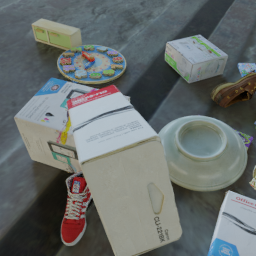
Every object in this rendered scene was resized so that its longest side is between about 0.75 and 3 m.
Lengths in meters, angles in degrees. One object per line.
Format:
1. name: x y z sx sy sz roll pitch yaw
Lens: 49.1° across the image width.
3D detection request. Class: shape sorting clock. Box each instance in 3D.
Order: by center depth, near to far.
1. shape sorting clock: -1.513 -2.791 11.831 2.892 0.567 2.892 0 46 0

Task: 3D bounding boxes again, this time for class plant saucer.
1. plant saucer: 2.141 0.495 8.317 2.756 0.692 2.756 -3 49 4

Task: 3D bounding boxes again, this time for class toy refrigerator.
1. toy refrigerator: -3.356 -4.357 13.165 2.281 0.866 0.798 22 50 19

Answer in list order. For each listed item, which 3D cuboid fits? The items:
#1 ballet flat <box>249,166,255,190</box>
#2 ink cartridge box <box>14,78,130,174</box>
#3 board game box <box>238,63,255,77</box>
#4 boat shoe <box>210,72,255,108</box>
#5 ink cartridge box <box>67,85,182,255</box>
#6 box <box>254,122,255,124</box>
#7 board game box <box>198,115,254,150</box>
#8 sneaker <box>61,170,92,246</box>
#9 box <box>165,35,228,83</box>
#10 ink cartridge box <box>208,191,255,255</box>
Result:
1. ballet flat: 3.014 0.817 6.161 0.389 0.460 1.216 20 85 57
2. ink cartridge box: -1.409 0.055 8.088 2.567 1.874 1.883 15 49 14
3. board game box: 5.053 -2.392 11.717 0.706 0.171 0.933 2 45 2
4. boat shoe: 4.243 -1.341 10.265 2.417 0.870 0.816 -20 55 -12
5. ink cartridge box: -0.193 0.559 4.818 1.076 1.855 2.571 -20 26 -8
6. box: 4.680 -0.039 9.385 0.795 0.189 0.485 31 53 27
7. board game box: 2.897 0.322 8.994 1.889 0.305 1.134 26 55 23
8. sneaker: -1.290 1.877 6.929 0.633 1.000 1.777 6 46 5
9. box: 2.788 -2.948 11.709 1.731 0.948 1.962 -19 48 -18
10. ink cartridge box: 2.779 2.388 6.603 1.289 0.754 2.222 19 48 17
